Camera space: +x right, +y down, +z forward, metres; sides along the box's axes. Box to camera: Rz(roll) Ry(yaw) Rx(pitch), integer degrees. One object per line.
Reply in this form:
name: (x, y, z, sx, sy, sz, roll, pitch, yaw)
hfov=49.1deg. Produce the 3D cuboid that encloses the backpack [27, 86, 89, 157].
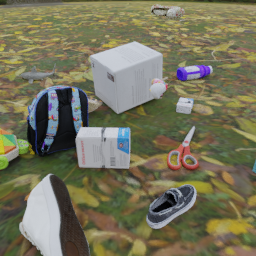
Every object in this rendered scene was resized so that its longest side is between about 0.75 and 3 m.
backpack: (-2.307, -0.413, 9.160, 2.005, 2.197, 1.478, -13, 33, -31)

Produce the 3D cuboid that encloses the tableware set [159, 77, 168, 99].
tableware set: (0.479, -2.224, 13.917, 2.865, 0.574, 1.894, 9, 32, 14)

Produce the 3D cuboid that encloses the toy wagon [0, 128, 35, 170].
toy wagon: (-4.194, 0.553, 8.738, 2.519, 0.498, 1.955, 0, 28, -29)

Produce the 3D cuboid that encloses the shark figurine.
shark figurine: (-4.764, -2.990, 15.046, 1.926, 0.804, 1.150, -12, 34, -16)

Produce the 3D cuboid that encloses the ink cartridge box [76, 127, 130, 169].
ink cartridge box: (-0.724, 0.605, 8.602, 1.566, 1.143, 0.660, 2, 30, 2)

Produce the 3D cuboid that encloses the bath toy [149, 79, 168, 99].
bath toy: (0.686, -0.901, 6.265, 0.385, 0.453, 1.041, -27, 6, 10)

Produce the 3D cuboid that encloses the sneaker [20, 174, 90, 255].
sneaker: (-1.666, 2.398, 6.099, 1.181, 1.016, 2.790, -38, 44, 7)

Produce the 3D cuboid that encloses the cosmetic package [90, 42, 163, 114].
cosmetic package: (-0.042, -2.254, 12.190, 2.441, 2.014, 2.012, -25, 42, -23)

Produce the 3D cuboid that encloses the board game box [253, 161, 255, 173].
board game box: (5.178, 1.133, 8.322, 2.242, 0.526, 1.692, -19, 36, -29)

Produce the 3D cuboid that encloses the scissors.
scissors: (1.879, 0.567, 9.596, 0.986, 0.188, 2.695, 3, 32, 9)

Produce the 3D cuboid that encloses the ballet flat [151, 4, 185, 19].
ballet flat: (1.378, -4.147, 10.089, 1.274, 0.482, 0.407, 16, 46, 25)

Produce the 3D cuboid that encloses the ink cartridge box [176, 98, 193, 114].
ink cartridge box: (2.446, -0.970, 12.033, 0.596, 0.344, 0.822, 10, 32, 17)

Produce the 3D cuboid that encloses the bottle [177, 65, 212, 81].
bottle: (3.638, -3.021, 15.192, 1.956, 0.639, 0.817, -12, 34, -19)

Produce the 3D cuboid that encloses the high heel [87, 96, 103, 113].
high heel: (-2.054, -1.354, 12.141, 2.337, 0.834, 1.666, -2, 36, 14)

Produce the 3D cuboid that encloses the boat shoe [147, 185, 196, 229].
boat shoe: (1.144, 1.820, 7.097, 1.744, 0.591, 0.626, -23, 38, -34)
